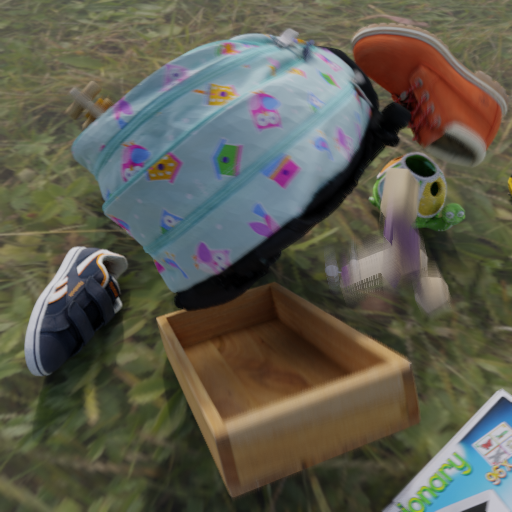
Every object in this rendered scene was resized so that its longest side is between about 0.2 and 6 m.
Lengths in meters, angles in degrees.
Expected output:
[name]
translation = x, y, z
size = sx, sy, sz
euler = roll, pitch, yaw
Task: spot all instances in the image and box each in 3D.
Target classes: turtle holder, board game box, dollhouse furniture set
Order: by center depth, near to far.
[board game box]
translation = 2.190, 3.368, 5.251
size = 3.969, 0.687, 2.506
euler = -32, 55, -26
[dollhouse furniture set]
translation = 1.297, -0.134, 5.694
size = 0.922, 1.029, 1.299
euler = -26, 30, 37
[turtle holder]
translation = 2.547, -0.979, 9.004
size = 1.099, 1.028, 1.447
euler = -6, 55, -11

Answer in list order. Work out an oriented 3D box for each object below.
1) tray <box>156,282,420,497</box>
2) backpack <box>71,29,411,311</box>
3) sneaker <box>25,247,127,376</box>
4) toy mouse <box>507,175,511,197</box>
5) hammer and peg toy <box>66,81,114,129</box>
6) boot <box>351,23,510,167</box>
[tray]
translation = 0.033, 1.131, 6.088
size = 1.721, 0.646, 3.489
euler = -16, 14, -14
[backpack]
translation = -0.224, -1.134, 6.834
size = 2.504, 3.301, 3.956
euler = 47, 31, -4
[sneaker]
translation = -2.384, 0.667, 7.646
size = 0.848, 0.838, 2.136
euler = 1, 45, 8
[toy mouse]
translation = 4.988, -0.924, 9.460
size = 1.511, 0.329, 1.700
euler = 21, 51, 19
[hammer and peg toy]
translation = -2.127, -1.958, 9.285
size = 1.954, 1.437, 0.689
euler = 40, 89, -1
[boot]
translation = 2.479, -2.386, 8.362
size = 2.649, 0.994, 1.420
euler = 29, 66, -4
